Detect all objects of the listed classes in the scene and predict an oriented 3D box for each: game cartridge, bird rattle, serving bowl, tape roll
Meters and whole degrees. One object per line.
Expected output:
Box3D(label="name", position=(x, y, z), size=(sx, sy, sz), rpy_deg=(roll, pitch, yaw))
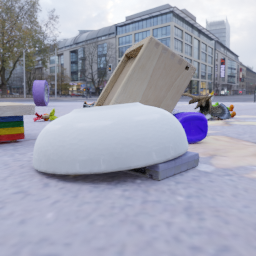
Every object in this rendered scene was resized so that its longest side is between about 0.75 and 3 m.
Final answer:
Box3D(label="game cartridge", position=(0.178, 0.522, 5.352), size=(2.003, 0.384, 1.298), rpy_deg=(6, 13, 42))
Box3D(label="bird rattle", position=(-4.104, -0.517, 13.921), size=(1.187, 0.669, 0.968), rpy_deg=(-15, -1, -14))
Box3D(label="serving bowl", position=(-0.349, 0.045, 5.385), size=(2.919, 0.960, 2.919), rpy_deg=(-5, 5, 0))
Box3D(label="tape roll", position=(-9.770, -3.904, 31.541), size=(1.214, 2.856, 2.856), rpy_deg=(-1, 7, -4))

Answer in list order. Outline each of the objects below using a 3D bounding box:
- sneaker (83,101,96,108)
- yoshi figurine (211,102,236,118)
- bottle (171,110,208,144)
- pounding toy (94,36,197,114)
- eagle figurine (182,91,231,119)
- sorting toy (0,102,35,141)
Box3D(label="sneaker", position=(-2.259, -1.510, 20.272), size=(2.124, 0.820, 0.831), rpy_deg=(0, 5, -16))
Box3D(label="yoshi figurine", position=(5.149, -0.978, 15.644), size=(1.664, 0.932, 0.935), rpy_deg=(-3, 14, -2))
Box3D(label="bottle", position=(1.360, -0.131, 8.547), size=(1.086, 0.849, 2.601), rpy_deg=(-4, 8, -16))
Box3D(label="pounding toy", position=(0.568, -1.097, 8.445), size=(2.123, 2.749, 2.986), rpy_deg=(31, -2, -16))
Box3D(label="eagle figurine", position=(4.252, -1.052, 14.906), size=(2.509, 1.893, 1.904), rpy_deg=(40, 15, -53))
Box3D(label="sorting toy", position=(-4.480, -0.136, 7.757), size=(2.976, 1.042, 2.994), rpy_deg=(-5, 9, -35))
